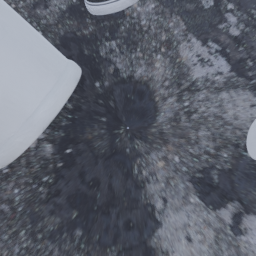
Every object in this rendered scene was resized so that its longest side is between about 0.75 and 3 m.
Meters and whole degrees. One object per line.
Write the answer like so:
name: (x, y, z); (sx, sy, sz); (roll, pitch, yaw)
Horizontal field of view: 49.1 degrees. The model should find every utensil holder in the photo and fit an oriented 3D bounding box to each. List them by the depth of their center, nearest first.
utensil holder: (-2.739, -1.118, 4.872); (2.938, 2.497, 2.497); (41, 69, -25)

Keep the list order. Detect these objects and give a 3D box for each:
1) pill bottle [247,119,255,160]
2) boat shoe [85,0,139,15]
pill bottle: (2.357, 0.250, 3.730); (1.332, 0.759, 0.759); (13, 68, -9)
boat shoe: (0.292, -3.127, 5.264); (2.749, 0.911, 0.961); (-18, 56, 15)
